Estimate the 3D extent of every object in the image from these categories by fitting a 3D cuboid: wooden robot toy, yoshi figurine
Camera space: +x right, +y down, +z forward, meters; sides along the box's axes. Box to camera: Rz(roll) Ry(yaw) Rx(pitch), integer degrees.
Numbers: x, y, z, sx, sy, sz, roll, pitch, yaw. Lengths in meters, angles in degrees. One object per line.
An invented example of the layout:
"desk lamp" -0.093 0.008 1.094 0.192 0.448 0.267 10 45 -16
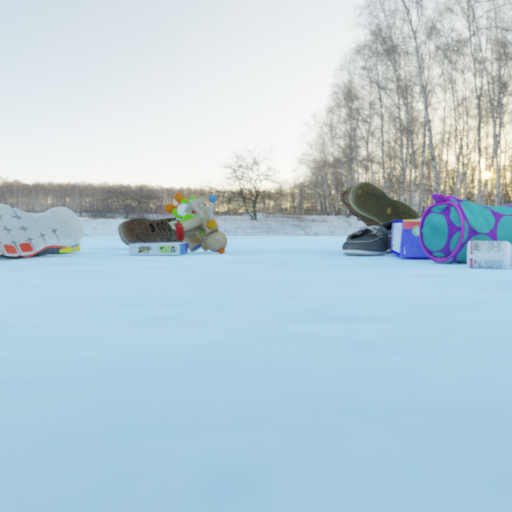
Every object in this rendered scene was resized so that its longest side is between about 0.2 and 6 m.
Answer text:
"wooden robot toy" -1.117 -0.387 12.377 1.031 1.062 2.341 -30 -16 -15
"yoshi figurine" -1.641 -0.988 13.156 0.725 0.727 1.294 -22 47 -34

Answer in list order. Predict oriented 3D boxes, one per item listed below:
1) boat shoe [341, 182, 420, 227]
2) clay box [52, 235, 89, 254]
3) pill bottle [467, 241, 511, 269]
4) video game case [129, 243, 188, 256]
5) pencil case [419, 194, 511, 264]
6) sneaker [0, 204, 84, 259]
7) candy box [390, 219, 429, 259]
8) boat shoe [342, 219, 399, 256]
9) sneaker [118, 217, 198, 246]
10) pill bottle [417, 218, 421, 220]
"boat shoe" 3.194 -0.979 13.965 2.557 0.920 0.863 32 -11 -21
"clay box" -4.814 -0.272 12.519 1.898 0.452 1.090 0 3 7
"pill bottle" 3.211 -0.007 7.545 0.676 0.383 0.383 2 3 25
"video game case" -2.047 -0.150 11.894 1.045 0.262 1.153 0 2 2
"pencil case" 3.840 -0.431 8.915 2.394 1.106 1.019 -2 5 -21
"sneaker" -4.541 -0.270 10.547 1.121 1.055 2.738 -30 -13 29
"candy box" 3.444 -0.328 10.565 1.627 0.741 1.924 2 4 8
"boat shoe" 2.575 -0.423 12.185 0.919 0.784 2.750 2 3 32
"sneaker" -2.624 -0.778 15.542 0.987 0.920 2.612 -31 -16 30
"pill bottle" 3.976 -0.483 12.986 0.797 0.797 1.530 1 1 25
